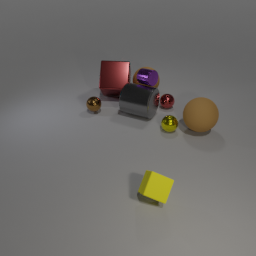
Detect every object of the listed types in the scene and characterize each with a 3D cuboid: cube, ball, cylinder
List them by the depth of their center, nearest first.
[{"bbox_3d":[0.791,1.676,8.059,0.700,0.700,0.700,23,-9,-8],"label":"cube"},{"bbox_3d":[2.912,-0.532,11.237,1.400,1.400,1.400,0,32,0],"label":"ball"},{"bbox_3d":[1.710,-0.182,11.505,0.700,0.700,0.700,0,32,0],"label":"ball"},{"bbox_3d":[0.862,-2.240,12.342,0.700,0.700,0.700,-27,34,-36],"label":"cylinder"},{"bbox_3d":[0.521,-1.228,12.527,1.400,1.400,1.400,15,35,23],"label":"cylinder"},{"bbox_3d":[-1.562,-1.094,12.818,0.700,0.700,0.700,0,32,0],"label":"ball"},{"bbox_3d":[1.857,-1.279,13.277,0.700,0.700,0.700,0,32,0],"label":"ball"},{"bbox_3d":[-0.606,-2.428,13.945,1.400,1.400,1.400,3,-8,4],"label":"cube"},{"bbox_3d":[0.935,-2.458,14.503,1.400,1.400,1.400,0,32,0],"label":"ball"}]
